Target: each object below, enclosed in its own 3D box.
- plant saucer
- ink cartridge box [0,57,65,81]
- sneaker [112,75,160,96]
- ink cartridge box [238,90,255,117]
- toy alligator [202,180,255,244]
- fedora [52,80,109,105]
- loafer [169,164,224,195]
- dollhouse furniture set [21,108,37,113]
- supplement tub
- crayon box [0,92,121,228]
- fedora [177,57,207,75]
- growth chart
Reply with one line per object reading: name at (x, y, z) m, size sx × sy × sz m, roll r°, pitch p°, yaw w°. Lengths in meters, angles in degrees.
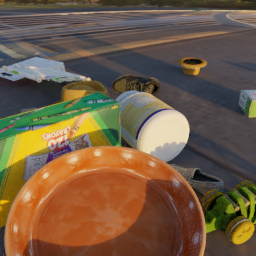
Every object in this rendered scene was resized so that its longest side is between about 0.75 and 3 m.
plant saucer at (-0.264, 1.194, 3.654) m, size 2.460 × 0.397 × 2.460 m, roll 3°, pitch 40°, yaw -2°
ink cartridge box at (-4.110, -2.267, 11.536) m, size 1.925 × 0.676 × 2.368 m, roll 19°, pitch 42°, yaw 33°
sneaker at (0.311, -1.454, 9.780) m, size 1.721 × 0.658 × 0.986 m, roll 2°, pitch 21°, yaw -7°
ink cartridge box at (4.495, -0.769, 8.595) m, size 1.855 × 0.550 × 0.963 m, roll 0°, pitch 28°, yaw 1°
toy alligator at (2.292, 1.205, 4.745) m, size 2.613 × 0.628 × 0.866 m, roll -11°, pitch 30°, yaw -19°
fedora at (-1.235, -0.817, 8.263) m, size 2.335 × 0.952 × 2.335 m, roll 1°, pitch 28°, yaw 0°
loafer at (1.283, 0.945, 5.463) m, size 1.220 × 0.426 × 0.427 m, roll 19°, pitch 33°, yaw 32°
dollhouse furniture set at (-3.158, 0.409, 5.618) m, size 2.798 × 1.239 × 1.450 m, roll -11°, pitch 30°, yaw -20°
supplement tub at (0.432, -0.097, 6.546) m, size 1.268 × 1.268 × 1.745 m, roll -13°, pitch 31°, yaw -23°
crayon box at (-1.388, 0.468, 5.088) m, size 2.647 × 1.572 × 0.771 m, roll -21°, pitch 35°, yaw -32°
fedora at (2.763, -2.654, 12.181) m, size 1.359 × 0.554 × 1.359 m, roll 0°, pitch 30°, yaw 0°
growth chart at (-2.747, -1.916, 10.027) m, size 1.931 × 0.237 × 2.668 m, roll 22°, pitch 19°, yaw 26°
